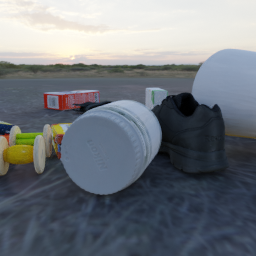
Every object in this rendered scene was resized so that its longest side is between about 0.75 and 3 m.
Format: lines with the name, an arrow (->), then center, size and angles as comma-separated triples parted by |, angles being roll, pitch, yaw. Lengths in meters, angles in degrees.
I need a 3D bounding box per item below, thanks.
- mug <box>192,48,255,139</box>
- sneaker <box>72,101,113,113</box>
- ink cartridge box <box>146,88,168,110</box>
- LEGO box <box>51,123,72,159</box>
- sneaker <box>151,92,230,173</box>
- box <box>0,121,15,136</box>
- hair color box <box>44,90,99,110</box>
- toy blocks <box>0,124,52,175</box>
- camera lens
mug -> 2.835, -0.573, 5.603 | 2.403, 1.925, 1.973 | 9, 8, -27
sneaker -> -1.363, -0.869, 11.405 | 1.648, 0.495, 0.860 | -13, 22, -35
ink cartridge box -> 1.089, -1.022, 10.929 | 0.599, 0.994, 1.368 | -2, 12, -10
LEGO box -> -1.190, 0.235, 6.331 | 0.952, 0.493, 1.278 | -4, 13, -19
sneaker -> 0.912, -0.082, 5.827 | 1.132, 1.353, 2.980 | -7, 13, -30
box -> -4.169, -0.119, 6.540 | 1.644, 0.454, 2.407 | 11, 0, 43
hair color box -> -2.576, -1.352, 13.073 | 1.296, 0.747, 2.337 | 8, 13, 35
toy blocks -> -2.478, 0.385, 5.204 | 1.888, 0.686, 1.574 | -2, 13, -7
camera lens -> -0.185, 0.230, 4.524 | 1.261, 1.261, 1.577 | 4, 12, 17
